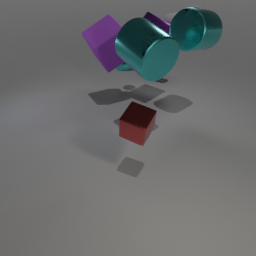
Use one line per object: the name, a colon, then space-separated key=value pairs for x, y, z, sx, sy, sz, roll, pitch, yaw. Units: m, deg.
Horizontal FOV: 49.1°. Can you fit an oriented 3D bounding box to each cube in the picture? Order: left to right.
cube: x=-0.787 y=-3.441 z=11.427 sx=1.400 sy=1.400 sz=1.400 roll=-35 pitch=53 yaw=0
cube: x=0.237 y=-0.106 z=7.011 sx=0.700 sy=0.700 sz=0.700 roll=23 pitch=54 yaw=15
cube: x=1.088 y=-3.674 z=11.774 sx=1.400 sy=1.400 sz=1.400 roll=38 pitch=4 yaw=19

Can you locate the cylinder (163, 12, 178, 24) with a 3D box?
cylinder: x=2.091 y=-4.968 z=12.994 sx=0.700 sy=0.700 sz=0.700 roll=-26 pitch=27 yaw=-38

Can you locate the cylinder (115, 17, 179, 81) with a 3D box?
cylinder: x=0.551 y=-2.328 z=8.304 sx=1.400 sy=1.400 sz=1.400 roll=-19 pitch=49 yaw=-30

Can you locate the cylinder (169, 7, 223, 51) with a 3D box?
cylinder: x=2.420 y=-3.477 z=9.944 sx=1.400 sy=1.400 sz=1.400 roll=23 pitch=28 yaw=34

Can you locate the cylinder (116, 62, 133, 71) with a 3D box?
cylinder: x=-0.115 y=-2.912 z=12.582 sx=0.700 sy=0.700 sz=0.700 roll=-9 pitch=30 yaw=-32
